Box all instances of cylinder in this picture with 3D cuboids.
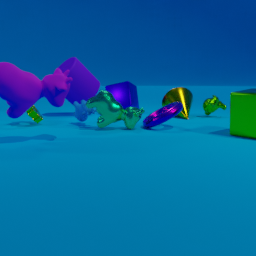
[{"bbox_3d":[-2.025,-1.735,10.728,1.393,1.393,1.393,44,-19,-33],"label":"cylinder"}]

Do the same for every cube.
[{"bbox_3d":[3.172,-0.362,6.667,1.055,1.055,1.055,-13,15,-38],"label":"cube"},{"bbox_3d":[-0.215,-1.193,11.070,0.989,0.989,0.989,-9,-7,20],"label":"cube"}]

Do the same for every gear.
[{"bbox_3d":[-3.016,-0.680,8.441,0.220,1.191,1.191,-37,17,-7],"label":"gear"}]

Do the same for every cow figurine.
[{"bbox_3d":[-2.033,-0.897,5.776,1.548,1.523,0.850,43,15,-44],"label":"cow figurine"},{"bbox_3d":[-1.321,-0.483,8.475,0.491,0.895,0.881,-16,47,-30],"label":"cow figurine"},{"bbox_3d":[-0.311,-0.516,7.625,1.322,1.343,0.737,-27,16,5],"label":"cow figurine"}]

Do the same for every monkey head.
[{"bbox_3d":[3.160,-0.782,10.311,0.789,0.661,1.096,40,-10,18],"label":"monkey head"}]

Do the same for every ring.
[{"bbox_3d":[0.980,-0.378,7.966,1.257,0.251,1.257,-29,8,4],"label":"ring"}]

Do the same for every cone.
[{"bbox_3d":[1.969,-0.659,10.157,1.222,1.222,1.227,-2,36,-9],"label":"cone"}]
